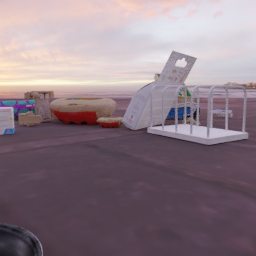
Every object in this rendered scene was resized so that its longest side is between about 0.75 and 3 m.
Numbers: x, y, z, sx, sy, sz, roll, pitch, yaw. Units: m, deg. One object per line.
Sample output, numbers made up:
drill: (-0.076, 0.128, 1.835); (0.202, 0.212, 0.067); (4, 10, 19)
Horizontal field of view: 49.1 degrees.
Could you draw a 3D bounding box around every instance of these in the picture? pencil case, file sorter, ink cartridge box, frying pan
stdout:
pencil case: (-5.241, -0.849, 12.827); (2.259, 0.961, 1.044); (-5, -19, -26)
file sorter: (2.033, -0.516, 8.440); (1.731, 1.553, 2.495); (-6, 10, -34)
ink cartridge box: (-4.006, -0.242, 8.987); (0.616, 0.836, 0.605); (-2, 8, -17)
frying pan: (-1.557, 0.957, 2.150); (1.415, 0.381, 2.339); (-5, 8, -37)
ink cartridge box: (1.173, -1.405, 10.194); (0.838, 2.939, 2.388); (31, 22, 26)

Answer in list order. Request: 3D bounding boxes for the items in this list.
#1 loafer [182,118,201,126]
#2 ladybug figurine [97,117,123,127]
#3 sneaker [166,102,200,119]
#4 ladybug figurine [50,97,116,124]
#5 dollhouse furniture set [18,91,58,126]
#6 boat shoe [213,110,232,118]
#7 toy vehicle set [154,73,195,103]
loafer: (2.429, -0.242, 10.864); (0.354, 0.320, 0.936); (-5, 9, -31)
ladybug figurine: (-0.651, -0.217, 10.510); (1.015, 0.365, 0.689); (0, 8, -1)
sneaker: (1.989, -0.852, 13.540); (2.722, 1.020, 1.180); (8, 2, 0)
ladybug figurine: (-1.883, -0.720, 11.591); (2.811, 1.011, 1.908); (2, 11, 12)
dollhouse furniture set: (-3.328, -0.893, 11.820); (1.173, 1.374, 2.650); (0, 8, 16)
boat shoe: (4.658, -0.682, 13.922); (0.391, 0.347, 1.063); (-33, 28, -34)
toy vehicle set: (2.246, -2.017, 13.930); (1.424, 0.304, 2.292); (5, 35, -15)
